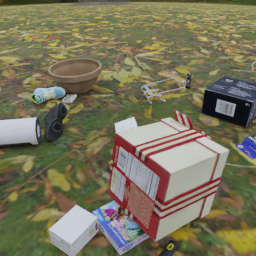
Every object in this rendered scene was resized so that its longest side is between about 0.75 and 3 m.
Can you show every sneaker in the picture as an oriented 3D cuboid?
[{"bbox_3d":[-3.877,-1.518,13.449,1.601,0.637,1.045,-5,28,10],"label":"sneaker"},{"bbox_3d":[-2.985,-0.194,11.128,0.810,0.678,1.786,-14,44,26],"label":"sneaker"}]

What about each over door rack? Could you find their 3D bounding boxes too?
[{"bbox_3d":[1.770,-1.938,13.931,1.976,0.658,1.460,-24,33,1],"label":"over door rack"}]

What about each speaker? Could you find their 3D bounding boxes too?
[{"bbox_3d":[-4.527,0.193,10.216,2.482,1.008,1.008,-4,31,-7],"label":"speaker"}]

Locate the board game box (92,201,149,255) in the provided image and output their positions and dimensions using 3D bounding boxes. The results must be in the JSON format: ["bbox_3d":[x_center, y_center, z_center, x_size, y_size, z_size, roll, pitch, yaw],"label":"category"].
[{"bbox_3d":[-0.019,2.386,7.274,1.362,0.281,1.365,-20,37,-30],"label":"board game box"}]

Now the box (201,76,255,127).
[{"bbox_3d":[4.712,-1.239,12.343,2.088,1.247,2.124,23,38,33],"label":"box"}]

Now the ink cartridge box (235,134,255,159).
[{"bbox_3d":[4.998,0.568,10.282,1.905,0.353,0.902,-14,34,-18],"label":"ink cartridge box"}]

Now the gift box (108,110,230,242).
[{"bbox_3d":[0.952,0.984,7.321,2.337,2.309,2.503,-12,37,-35],"label":"gift box"}]

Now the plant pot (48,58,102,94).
[{"bbox_3d":[-2.667,-2.604,14.506,2.684,1.239,2.684,-1,32,1],"label":"plant pot"}]

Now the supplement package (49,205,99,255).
[{"bbox_3d":[-1.302,2.497,6.852,0.740,0.527,0.950,19,37,29],"label":"supplement package"}]

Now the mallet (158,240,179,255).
[{"bbox_3d":[0.174,3.202,5.828,0.880,0.550,2.673,14,28,28],"label":"mallet"}]

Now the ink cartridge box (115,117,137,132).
[{"bbox_3d":[-0.019,0.209,10.585,0.821,0.379,1.506,-19,33,6],"label":"ink cartridge box"}]

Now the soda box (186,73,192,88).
[{"bbox_3d":[3.235,-2.522,14.934,0.249,0.785,0.278,7,32,11],"label":"soda box"}]

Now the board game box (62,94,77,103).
[{"bbox_3d":[-2.876,-1.465,13.811,0.483,0.132,0.764,6,31,8],"label":"board game box"}]
